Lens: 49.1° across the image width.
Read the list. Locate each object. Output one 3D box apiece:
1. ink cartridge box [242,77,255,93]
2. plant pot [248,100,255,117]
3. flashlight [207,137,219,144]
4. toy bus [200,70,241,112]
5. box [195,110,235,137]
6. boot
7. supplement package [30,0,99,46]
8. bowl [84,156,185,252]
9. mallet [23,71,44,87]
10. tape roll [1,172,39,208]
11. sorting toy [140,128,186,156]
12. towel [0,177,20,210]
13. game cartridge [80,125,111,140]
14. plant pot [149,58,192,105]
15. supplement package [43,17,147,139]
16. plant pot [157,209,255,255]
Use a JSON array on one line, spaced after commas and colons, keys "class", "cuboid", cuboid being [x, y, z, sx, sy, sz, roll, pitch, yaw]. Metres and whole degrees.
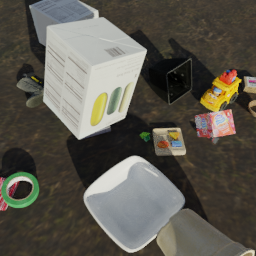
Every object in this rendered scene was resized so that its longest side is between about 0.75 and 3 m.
[{"class": "ink cartridge box", "cuboid": [5.931, -2.035, 13.241, 0.930, 0.349, 0.766, 6, 51, 6]}, {"class": "plant pot", "cuboid": [5.629, -0.757, 12.118, 0.902, 0.416, 0.902, 0, 51, 0]}, {"class": "flashlight", "cuboid": [3.225, 0.315, 11.301, 0.847, 0.287, 0.288, 32, 53, 23]}, {"class": "toy bus", "cuboid": [4.102, -1.743, 12.186, 1.679, 1.611, 1.139, -36, 60, -25]}, {"class": "box", "cuboid": [2.637, -0.124, 8.648, 0.680, 1.436, 0.737, -10, 89, -4]}, {"class": "boot", "cuboid": [-4.507, -1.678, 12.792, 1.603, 0.581, 1.457, 33, 43, 16]}, {"class": "supplement package", "cuboid": [-3.228, -5.319, 14.788, 2.886, 2.190, 2.174, 36, 59, 27]}, {"class": "bowl", "cuboid": [0.162, 2.443, 9.059, 2.595, 0.970, 2.599, -34, 59, -26]}, {"class": "mallet", "cuboid": [-4.373, -2.202, 13.372, 1.590, 0.327, 0.524, 40, 39, 24]}, {"class": "tape roll", "cuboid": [-3.698, 2.123, 9.642, 1.200, 0.288, 1.200, 6, 54, -8]}, {"class": "sorting toy", "cuboid": [1.351, 0.507, 11.153, 1.735, 0.255, 1.283, -2, 50, -2]}, {"class": "towel", "cuboid": [-4.800, 2.194, 9.782, 1.639, 0.184, 1.185, 8, 51, 7]}, {"class": "game cartridge", "cuboid": [-1.715, -0.511, 11.962, 1.382, 0.409, 2.132, -19, 52, -10]}, {"class": "plant pot", "cuboid": [1.838, -2.279, 12.758, 1.608, 1.604, 1.426, -36, 44, -26]}, {"class": "supplement package", "cuboid": [-1.237, -1.687, 9.422, 2.254, 2.971, 2.238, -27, 60, -38]}, {"class": "plant pot", "cuboid": [1.931, 3.421, 7.724, 2.152, 2.152, 1.970, -27, 43, -21]}]
